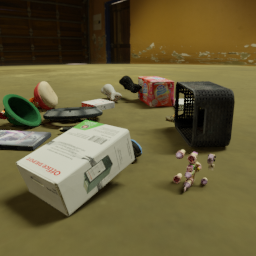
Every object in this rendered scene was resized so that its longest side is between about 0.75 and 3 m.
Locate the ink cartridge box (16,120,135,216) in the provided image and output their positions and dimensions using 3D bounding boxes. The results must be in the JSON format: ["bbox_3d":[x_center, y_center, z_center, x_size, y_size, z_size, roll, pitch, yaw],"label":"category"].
[{"bbox_3d":[-1.110,0.736,6.194,1.512,0.871,2.072,14,37,40],"label":"ink cartridge box"}]

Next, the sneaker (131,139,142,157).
[{"bbox_3d":[-0.314,0.641,8.123,1.582,0.561,0.655,7,32,27],"label":"sneaker"}]

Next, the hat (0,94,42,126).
[{"bbox_3d":[-4.822,-0.268,11.543,1.665,1.769,2.010,14,36,-56],"label":"hat"}]

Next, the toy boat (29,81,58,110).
[{"bbox_3d":[-4.514,-1.526,14.514,1.378,1.375,2.107,-33,20,-2],"label":"toy boat"}]

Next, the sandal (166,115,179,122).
[{"bbox_3d":[2.099,-0.422,11.967,0.436,0.293,1.084,-14,21,-39],"label":"sandal"}]

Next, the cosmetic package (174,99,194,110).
[{"bbox_3d":[3.015,-1.244,14.630,1.052,0.361,1.395,1,17,-2],"label":"cosmetic package"}]

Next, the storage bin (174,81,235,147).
[{"bbox_3d":[2.525,-0.582,9.786,1.273,1.835,2.715,-1,16,-2],"label":"storage bin"}]

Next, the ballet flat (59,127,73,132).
[{"bbox_3d":[-2.164,0.025,10.443,0.821,0.233,0.273,-5,-19,-28],"label":"ballet flat"}]

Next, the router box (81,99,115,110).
[{"bbox_3d":[-1.552,-1.203,14.564,1.306,0.319,1.172,-15,23,-42],"label":"router box"}]

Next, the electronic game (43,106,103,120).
[{"bbox_3d":[-2.355,-0.593,12.076,2.520,0.524,2.520,-2,9,0],"label":"electronic game"}]

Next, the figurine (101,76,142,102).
[{"bbox_3d":[-0.400,-2.227,16.501,2.050,0.883,2.000,-26,27,-10],"label":"figurine"}]

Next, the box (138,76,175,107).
[{"bbox_3d":[1.518,-2.110,15.776,1.308,1.366,2.740,-4,16,-13],"label":"box"}]

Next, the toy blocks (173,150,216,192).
[{"bbox_3d":[1.465,0.970,6.370,0.869,0.812,0.731,10,12,23],"label":"toy blocks"}]

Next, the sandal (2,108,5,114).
[{"bbox_3d":[-5.533,-1.067,13.745,0.696,0.520,1.815,4,17,15],"label":"sandal"}]

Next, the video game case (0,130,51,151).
[{"bbox_3d":[-3.835,0.389,9.432,2.042,0.194,1.459,1,17,7],"label":"video game case"}]
